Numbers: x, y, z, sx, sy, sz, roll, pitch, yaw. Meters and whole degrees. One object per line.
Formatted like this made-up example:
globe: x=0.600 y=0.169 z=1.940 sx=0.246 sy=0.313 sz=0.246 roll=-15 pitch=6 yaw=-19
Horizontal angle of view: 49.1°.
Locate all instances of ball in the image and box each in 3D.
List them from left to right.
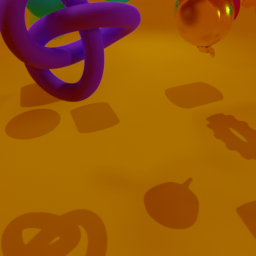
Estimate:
ball: x=-2.057 y=-3.515 z=7.249 sx=1.393 sy=1.393 sz=1.393 roll=0 pitch=33 yaw=0

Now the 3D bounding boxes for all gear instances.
gear: x=3.386 y=-3.782 z=6.715 sx=0.358 sy=1.933 sz=1.933 roll=-23 pitch=39 yaw=-20

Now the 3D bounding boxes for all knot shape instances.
knot shape: x=-0.713 y=-1.353 z=4.105 sx=1.883 sy=2.013 sz=0.930 roll=-20 pitch=55 yaw=-8

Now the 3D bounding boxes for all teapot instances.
teapot: x=1.389 y=-1.973 z=4.960 sx=1.067 sy=1.715 sz=0.840 roll=16 pitch=42 yaw=36

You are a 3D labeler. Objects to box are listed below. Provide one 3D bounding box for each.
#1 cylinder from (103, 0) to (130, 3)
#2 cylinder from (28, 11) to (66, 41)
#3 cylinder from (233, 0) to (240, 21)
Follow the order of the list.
cylinder: x=-0.399 y=-3.988 z=7.507 sx=1.138 sy=1.138 sz=1.138 roll=-13 pitch=31 yaw=-19
cylinder: x=-2.404 y=-3.678 z=8.896 sx=1.345 sy=1.345 sz=1.345 roll=-18 pitch=1 yaw=-25
cylinder: x=2.525 y=-3.769 z=8.787 sx=1.360 sy=1.360 sz=1.360 roll=-24 pitch=39 yaw=-19
